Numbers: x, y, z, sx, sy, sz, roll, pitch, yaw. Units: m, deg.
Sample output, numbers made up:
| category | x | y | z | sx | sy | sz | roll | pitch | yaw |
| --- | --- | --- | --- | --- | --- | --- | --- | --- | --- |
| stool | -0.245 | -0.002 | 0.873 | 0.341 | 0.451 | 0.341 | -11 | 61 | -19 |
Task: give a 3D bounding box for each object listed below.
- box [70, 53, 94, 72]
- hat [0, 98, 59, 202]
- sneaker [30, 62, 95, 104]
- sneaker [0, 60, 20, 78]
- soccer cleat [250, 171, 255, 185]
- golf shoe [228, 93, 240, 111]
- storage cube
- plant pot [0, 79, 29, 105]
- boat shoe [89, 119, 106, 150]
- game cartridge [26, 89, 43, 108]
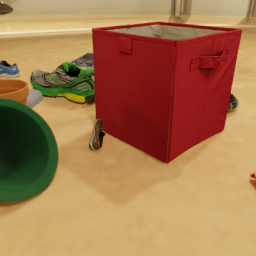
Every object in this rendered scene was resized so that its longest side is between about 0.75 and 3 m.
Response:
| category | x | y | z | sx | sy | sz | roll | pitch | yaw |
| --- | --- | --- | --- | --- | --- | --- | --- | --- | --- |
| box | -0.902 | -2.241 | 10.960 | 2.755 | 0.703 | 2.173 | 10 | 32 | 20 |
| hat | -2.730 | 0.666 | 5.594 | 1.938 | 2.060 | 2.340 | 20 | 46 | -35 |
| sneaker | -2.146 | -1.686 | 9.394 | 2.820 | 1.201 | 1.100 | 12 | 29 | 26 |
| sneaker | -5.283 | -2.502 | 11.683 | 1.528 | 0.681 | 0.600 | 0 | 26 | 2 |
| soccer cleat | 2.437 | 1.039 | 4.981 | 0.277 | 0.258 | 0.757 | -24 | 30 | 15 |
| golf shoe | 2.632 | -1.053 | 8.606 | 0.773 | 0.678 | 1.756 | 11 | 30 | -47 |
| storage cube | 0.828 | -1.055 | 6.626 | 2.393 | 2.516 | 2.799 | -23 | 35 | -39 |
| plant pot | -3.336 | -0.635 | 7.476 | 1.437 | 1.006 | 1.437 | 0 | 27 | 0 |
| boat shoe | -0.630 | 0.134 | 6.365 | 0.311 | 0.311 | 0.841 | -10 | 52 | 24 |
| game cartridge | -3.792 | -0.942 | 8.882 | 1.907 | 0.386 | 1.272 | 4 | 23 | 8 |
